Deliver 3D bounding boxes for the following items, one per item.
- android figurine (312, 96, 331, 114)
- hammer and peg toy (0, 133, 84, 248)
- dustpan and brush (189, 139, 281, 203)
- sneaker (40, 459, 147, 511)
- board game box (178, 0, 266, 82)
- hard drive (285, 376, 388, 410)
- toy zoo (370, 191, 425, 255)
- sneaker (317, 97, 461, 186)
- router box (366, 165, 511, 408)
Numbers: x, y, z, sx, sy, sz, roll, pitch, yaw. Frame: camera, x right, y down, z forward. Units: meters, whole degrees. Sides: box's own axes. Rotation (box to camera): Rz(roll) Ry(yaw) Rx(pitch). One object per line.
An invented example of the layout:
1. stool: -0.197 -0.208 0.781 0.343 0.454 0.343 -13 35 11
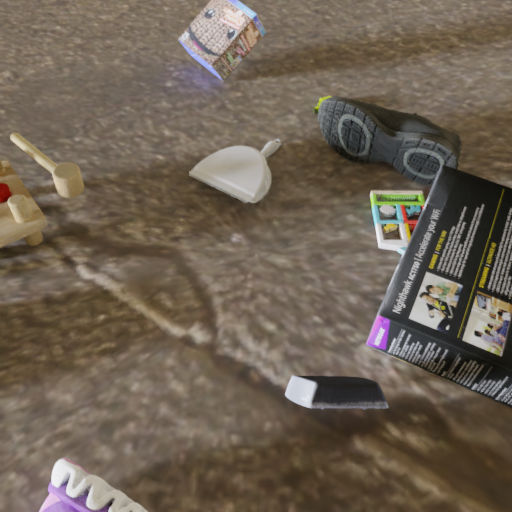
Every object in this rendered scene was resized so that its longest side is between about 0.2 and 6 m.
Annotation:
1. android figurine: 1.679 -3.146 11.978 0.871 0.179 0.793 -18 51 -13
2. hammer and peg toy: -4.438 -0.896 9.509 2.808 0.990 2.065 -29 54 -23
3. dustpan and brush: -0.117 -1.747 10.609 1.424 0.584 2.040 28 61 21
4. sneaker: -1.411 3.276 5.969 2.579 1.037 1.140 21 59 22
5. board game box: -0.760 -4.947 12.579 1.189 0.722 1.492 43 94 20
6. hard drive: 0.927 1.652 6.862 1.011 1.499 0.317 2 81 -6
7. toy zoo: 2.536 -0.561 9.715 0.946 0.147 1.441 0 53 -1
8. sneaker: 2.573 -2.347 10.862 2.905 1.103 1.319 29 45 14
9. router box: 3.482 0.328 8.406 2.580 0.883 3.459 23 54 14
